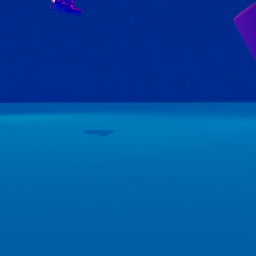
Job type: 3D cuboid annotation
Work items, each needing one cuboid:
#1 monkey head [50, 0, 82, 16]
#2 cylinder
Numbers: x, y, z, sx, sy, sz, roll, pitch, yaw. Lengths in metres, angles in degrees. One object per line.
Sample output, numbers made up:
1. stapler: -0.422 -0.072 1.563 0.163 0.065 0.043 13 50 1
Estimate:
1. monkey head: -1.696 -3.619 7.804 0.975 0.817 1.355 14 8 -10
2. cylinder: 3.200 -2.209 6.166 1.247 1.247 1.247 -30 3 1
